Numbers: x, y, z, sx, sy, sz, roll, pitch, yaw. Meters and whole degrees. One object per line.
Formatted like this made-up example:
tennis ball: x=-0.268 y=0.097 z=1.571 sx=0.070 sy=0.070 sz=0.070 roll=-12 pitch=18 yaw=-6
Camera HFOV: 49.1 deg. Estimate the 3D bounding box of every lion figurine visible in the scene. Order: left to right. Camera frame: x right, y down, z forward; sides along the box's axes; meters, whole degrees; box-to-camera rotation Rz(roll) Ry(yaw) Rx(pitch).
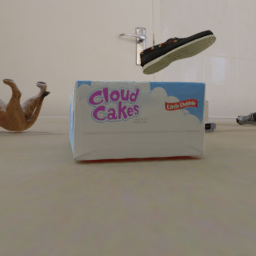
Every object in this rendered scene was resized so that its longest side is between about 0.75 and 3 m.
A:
lion figurine: x=-3.149 y=-0.464 z=6.642 sx=2.780 sy=1.702 sz=1.007 roll=17 pitch=17 yaw=15

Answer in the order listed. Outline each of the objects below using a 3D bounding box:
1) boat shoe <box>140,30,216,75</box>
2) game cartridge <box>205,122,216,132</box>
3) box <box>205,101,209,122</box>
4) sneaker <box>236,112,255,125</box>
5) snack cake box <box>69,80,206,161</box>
boat shoe: x=1.539 y=-2.603 z=9.133 sx=2.556 sy=0.801 sz=0.935 roll=-19 pitch=-18 yaw=24
game cartridge: x=1.361 y=-0.026 z=6.732 sx=1.384 sy=0.280 sz=0.923 roll=-2 pitch=0 yaw=-44
box: x=3.008 y=-0.803 z=13.776 sx=1.705 sy=1.090 sz=0.929 roll=2 pitch=3 yaw=31
sneaker: x=4.639 y=-0.316 z=10.814 sx=0.812 sy=0.527 sz=1.406 roll=-4 pitch=-8 yaw=8
snack cake box: x=-0.102 y=-0.114 z=3.498 sx=1.233 sy=0.721 sz=2.145 roll=1 pitch=2 yaw=-13
